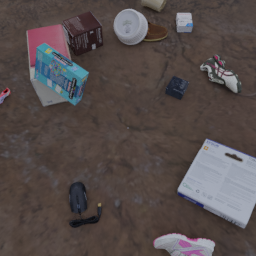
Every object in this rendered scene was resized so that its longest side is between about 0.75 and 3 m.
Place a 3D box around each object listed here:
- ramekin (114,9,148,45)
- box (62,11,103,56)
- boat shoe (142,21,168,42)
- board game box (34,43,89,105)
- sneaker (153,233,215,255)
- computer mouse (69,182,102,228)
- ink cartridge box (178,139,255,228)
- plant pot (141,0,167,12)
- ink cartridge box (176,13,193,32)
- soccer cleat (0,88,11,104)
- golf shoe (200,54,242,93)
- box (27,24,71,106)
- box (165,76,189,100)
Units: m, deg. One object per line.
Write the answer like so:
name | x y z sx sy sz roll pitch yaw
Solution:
ramekin | 0.085 -4.994 13.734 1.643 0.863 1.643 1 93 18
box | -2.206 -4.632 13.740 1.552 1.287 1.274 -27 62 -15
boat shoe | 0.774 -5.028 14.232 2.525 0.853 0.909 7 59 4
board game box | -2.412 -1.882 9.964 1.901 1.435 0.446 34 50 4
sneaker | 1.766 3.897 8.836 1.958 0.796 0.864 7 57 5
computer mouse | -1.520 2.607 9.868 1.142 0.374 1.627 -5 59 -2
ink cartridge box | 3.428 1.867 10.053 2.450 0.540 2.495 24 61 25
plant pot | 1.488 -6.993 15.377 1.061 1.159 1.159 36 65 7
ink cartridge box | 2.972 -5.573 14.809 0.757 0.437 1.036 2 59 1
soccer cleat | -5.539 -1.391 12.323 0.296 0.339 0.887 28 62 16
golf shoe | 4.242 -2.291 12.703 1.010 0.885 2.293 -29 57 2
box | -3.290 -2.743 12.220 1.592 1.868 2.922 -13 60 -6
box | 2.181 -1.794 12.480 0.781 0.484 0.768 26 62 15
